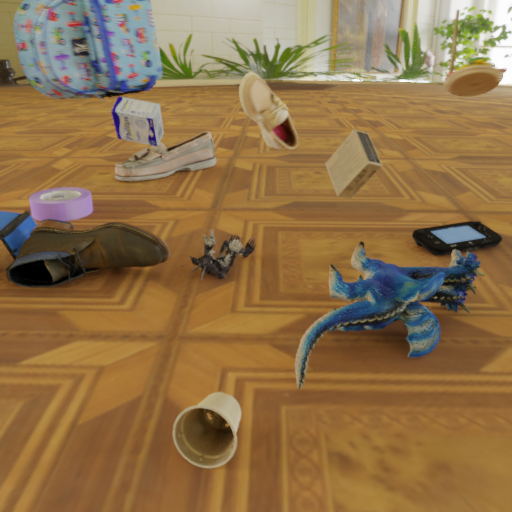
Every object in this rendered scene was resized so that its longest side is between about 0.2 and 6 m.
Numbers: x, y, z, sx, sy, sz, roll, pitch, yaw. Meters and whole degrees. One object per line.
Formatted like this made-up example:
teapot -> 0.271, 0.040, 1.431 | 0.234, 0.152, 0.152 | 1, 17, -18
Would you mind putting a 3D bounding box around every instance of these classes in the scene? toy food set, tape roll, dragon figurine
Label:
toy food set -> 3.588, -2.909, 9.210 | 0.952, 0.232, 0.942 | 11, -15, -37
tape roll -> -4.522, -1.207, 13.016 | 1.357, 0.445, 1.357 | 1, 22, 0
dragon figurine -> 1.941, 0.659, 7.597 | 1.798, 1.064, 3.616 | 12, 24, 28

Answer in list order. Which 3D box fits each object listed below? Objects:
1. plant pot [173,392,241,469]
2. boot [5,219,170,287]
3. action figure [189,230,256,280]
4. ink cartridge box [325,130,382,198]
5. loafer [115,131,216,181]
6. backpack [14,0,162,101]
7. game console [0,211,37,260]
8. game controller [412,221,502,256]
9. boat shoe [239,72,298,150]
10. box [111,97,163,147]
plant pot -> -0.439, 1.709, 5.720 | 0.655, 0.655, 0.599 | 5, 12, 12
boot -> -2.861, 0.120, 9.463 | 2.661, 0.994, 1.290 | 4, 39, 17
action figure -> -0.620, -0.069, 9.914 | 0.823, 0.707, 1.385 | 23, 28, 23
ink cartridge box -> 1.548, -1.463, 8.992 | 0.325, 0.865, 0.712 | 4, 57, -29
loafer -> -2.672, -2.986, 16.550 | 3.384, 1.064, 1.216 | -19, 29, -38
backpack -> -3.385, -4.233, 11.203 | 2.449, 2.236, 1.648 | -21, 28, -37
game console -> -4.627, -0.313, 10.324 | 0.791, 1.141, 1.337 | -23, 21, 8
game controller -> 3.967, -0.361, 11.051 | 1.714, 0.361, 0.894 | -9, 24, -20
boat shoe -> 0.279, -2.362, 9.295 | 0.579, 0.617, 1.673 | 24, -13, 33
box -> -2.310, -2.617, 10.952 | 0.846, 0.778, 0.444 | 12, 58, 5
